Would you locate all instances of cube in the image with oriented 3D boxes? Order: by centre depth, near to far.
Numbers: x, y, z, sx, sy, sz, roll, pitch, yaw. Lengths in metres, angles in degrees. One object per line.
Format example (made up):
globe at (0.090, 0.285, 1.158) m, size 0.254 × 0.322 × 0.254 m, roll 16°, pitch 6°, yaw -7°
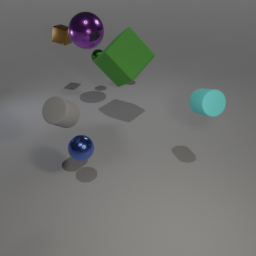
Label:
cube at (-0.162, -2.590, 10.426) m, size 1.400 × 1.400 × 1.400 m, roll -51°, pitch 18°, yaw -17°
cube at (-2.995, -4.288, 12.876) m, size 0.700 × 0.700 × 0.700 m, roll 19°, pitch 31°, yaw 7°

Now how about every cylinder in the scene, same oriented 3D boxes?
cylinder at (-1.682, -0.387, 7.095) m, size 0.700 × 0.700 × 0.700 m, roll 10°, pitch -5°, yaw 18°
cylinder at (2.113, -0.689, 7.478) m, size 0.700 × 0.700 × 0.700 m, roll -9°, pitch 13°, yaw -15°

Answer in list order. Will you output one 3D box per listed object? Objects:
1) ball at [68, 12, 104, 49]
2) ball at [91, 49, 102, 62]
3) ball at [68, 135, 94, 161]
ball at (-1.642, -3.835, 11.045) m, size 1.400 × 1.400 × 1.400 m, roll 0°, pitch 29°, yaw 0°
ball at (-1.431, -3.467, 13.607) m, size 0.700 × 0.700 × 0.700 m, roll 0°, pitch 29°, yaw 0°
ball at (-1.252, 0.532, 7.476) m, size 0.700 × 0.700 × 0.700 m, roll 0°, pitch 29°, yaw 0°
